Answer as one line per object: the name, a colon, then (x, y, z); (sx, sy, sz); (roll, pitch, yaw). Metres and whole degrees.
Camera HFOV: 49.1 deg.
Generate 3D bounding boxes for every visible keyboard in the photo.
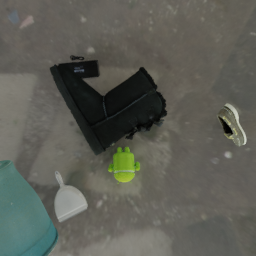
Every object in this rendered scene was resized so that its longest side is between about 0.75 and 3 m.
keyboard: (-1.488, -1.853, 8.467); (1.195, 0.153, 0.718); (-6, 116, -1)

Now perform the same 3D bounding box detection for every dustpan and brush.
dustpan and brush: (-1.765, 1.813, 7.821); (0.923, 0.379, 1.323); (-28, 87, 3)

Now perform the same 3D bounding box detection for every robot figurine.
robot figurine: (-0.114, 1.040, 7.777); (0.875, 0.577, 0.998); (-3, 72, 2)

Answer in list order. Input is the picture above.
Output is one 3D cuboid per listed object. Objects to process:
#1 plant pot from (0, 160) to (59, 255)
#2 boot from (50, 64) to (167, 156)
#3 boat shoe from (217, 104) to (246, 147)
plant pot: (-3.086, 2.006, 6.426); (2.320, 2.320, 2.180); (-18, 100, -3)
boot: (-0.467, -0.914, 7.868); (2.430, 1.097, 2.965); (-30, 91, -4)
boat shoe: (2.846, 0.007, 7.748); (0.450, 0.539, 1.507); (-38, 124, -5)
